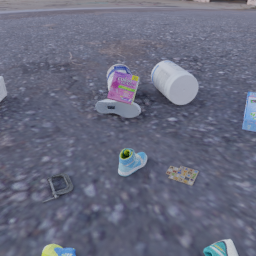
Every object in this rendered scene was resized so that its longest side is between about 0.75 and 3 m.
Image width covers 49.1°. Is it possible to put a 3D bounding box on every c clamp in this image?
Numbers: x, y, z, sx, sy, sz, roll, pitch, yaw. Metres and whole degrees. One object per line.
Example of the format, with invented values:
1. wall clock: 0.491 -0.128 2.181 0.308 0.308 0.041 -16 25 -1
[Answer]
1. c clamp: -2.082 1.677 8.167 0.908 0.144 1.063 -10 32 -17

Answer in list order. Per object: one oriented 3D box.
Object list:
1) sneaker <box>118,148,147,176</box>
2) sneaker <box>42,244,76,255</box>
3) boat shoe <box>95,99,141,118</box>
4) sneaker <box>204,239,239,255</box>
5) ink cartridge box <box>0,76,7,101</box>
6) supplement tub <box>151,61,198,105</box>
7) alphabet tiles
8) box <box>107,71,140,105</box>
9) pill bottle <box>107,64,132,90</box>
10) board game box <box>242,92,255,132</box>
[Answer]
1. sneaker: 0.192 0.898 8.835 0.506 0.831 1.272 19 34 32
2. sneaker: -1.339 2.945 5.478 0.856 0.617 1.630 -3 29 -6
3. boat shoe: -0.307 -0.953 12.258 2.122 0.784 0.905 4 25 27
4. sneaker: 1.972 3.038 5.462 0.728 0.709 1.828 -16 23 8
5. ink cartridge box: -6.930 -1.472 12.766 1.780 1.023 2.452 0 30 1
6. supplement tub: 2.190 -2.244 13.595 1.550 1.550 2.350 -8 31 -13
7. alphabet tiles: 1.669 1.425 8.718 0.896 0.034 0.749 15 33 23
8. box: -0.165 -1.543 10.865 0.966 1.099 0.531 16 1 6
9. pill bottle: -0.332 -2.173 13.695 1.320 1.320 2.379 -3 30 -5
10. board game box: 6.104 -0.614 11.754 2.236 0.541 2.956 12 32 20
